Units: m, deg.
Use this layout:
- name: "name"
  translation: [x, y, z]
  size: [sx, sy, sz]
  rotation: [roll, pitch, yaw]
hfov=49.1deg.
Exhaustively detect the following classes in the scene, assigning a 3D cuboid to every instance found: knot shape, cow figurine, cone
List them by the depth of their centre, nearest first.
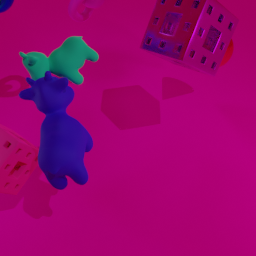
- name: "cow figurine"
  translation: [-0.989, 0.004, 3.887]
  size: [0.755, 1.353, 1.375]
  rotation: [-15, 42, 11]
- name: "cow figurine"
  translation: [-1.037, -1.035, 4.169]
  size: [0.955, 0.940, 0.524]
  rotation: [-55, 31, 1]
- name: "knot shape"
  translation: [-2.812, -3.193, 6.251]
  size: [1.767, 0.872, 1.888]
  rotation: [-28, 21, -23]
- name: "knot shape"
  translation: [-1.023, -3.751, 7.559]
  size: [0.735, 1.590, 1.488]
  rotation: [22, 54, -25]
- name: "cone"
  translation: [2.360, -2.192, 8.020]
  size: [1.179, 1.179, 1.183]
  rotation: [19, 28, 16]

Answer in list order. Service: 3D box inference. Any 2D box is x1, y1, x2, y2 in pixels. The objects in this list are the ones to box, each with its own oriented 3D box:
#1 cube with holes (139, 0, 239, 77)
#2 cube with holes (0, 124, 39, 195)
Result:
- name: "cube with holes"
  translation: [1.391, -2.161, 6.466]
  size: [1.361, 1.361, 1.361]
  rotation: [9, 17, -44]
- name: "cube with holes"
  translation: [-2.420, 0.541, 5.293]
  size: [0.981, 0.981, 0.981]
  rotation: [31, 81, 18]
